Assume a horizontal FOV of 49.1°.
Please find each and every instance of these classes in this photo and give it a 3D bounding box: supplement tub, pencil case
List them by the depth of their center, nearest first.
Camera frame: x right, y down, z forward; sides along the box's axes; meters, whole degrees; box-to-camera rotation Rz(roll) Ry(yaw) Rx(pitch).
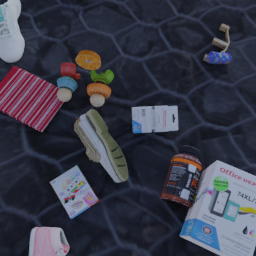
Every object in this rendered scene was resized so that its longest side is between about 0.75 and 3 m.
[{"bbox_3d":[1.479,1.290,7.535,0.842,0.842,1.574,18,71,7],"label":"supplement tub"},{"bbox_3d":[2.911,-2.246,8.937,0.892,0.348,0.388,-7,83,-33],"label":"pencil case"}]

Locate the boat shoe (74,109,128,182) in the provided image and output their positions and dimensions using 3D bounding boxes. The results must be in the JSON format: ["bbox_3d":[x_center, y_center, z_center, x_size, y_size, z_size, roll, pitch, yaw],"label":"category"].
[{"bbox_3d":[-0.754,0.592,7.886,0.753,0.823,2.201,-32,78,18],"label":"boat shoe"}]

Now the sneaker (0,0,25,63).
[{"bbox_3d":[-4.014,-3.438,9.103,0.956,1.124,2.540,-7,78,-5],"label":"sneaker"}]

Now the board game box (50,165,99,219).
[{"bbox_3d":[-1.471,1.741,7.685,0.886,0.233,1.158,-31,73,-11],"label":"board game box"}]

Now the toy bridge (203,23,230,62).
[{"bbox_3d":[3.098,-2.825,9.401,0.542,0.220,1.613,27,72,10],"label":"toy bridge"}]

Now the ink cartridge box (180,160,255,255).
[{"bbox_3d":[2.357,2.053,6.928,1.407,1.401,1.918,23,71,9],"label":"ink cartridge box"}]

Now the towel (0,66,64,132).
[{"bbox_3d":[-3.120,-0.927,8.690,2.127,0.239,1.538,27,70,8],"label":"towel"}]

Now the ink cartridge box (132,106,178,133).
[{"bbox_3d":[0.776,-0.262,8.187,1.298,0.440,0.753,-3,94,-1],"label":"ink cartridge box"}]

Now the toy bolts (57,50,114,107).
[{"bbox_3d":[-1.411,-1.357,8.259,1.642,1.569,1.139,3,68,16],"label":"toy bolts"}]

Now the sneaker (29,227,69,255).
[{"bbox_3d":[-1.914,3.305,6.868,0.911,0.656,1.743,-7,65,3],"label":"sneaker"}]
